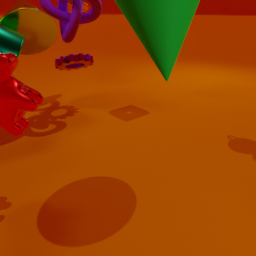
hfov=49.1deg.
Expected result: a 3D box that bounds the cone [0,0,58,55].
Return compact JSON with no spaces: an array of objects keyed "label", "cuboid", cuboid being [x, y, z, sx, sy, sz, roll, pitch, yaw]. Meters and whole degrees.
[{"label":"cone","cuboid":[-2.661,-2.890,7.143,1.420,1.420,1.426,-10,62,-22]}]

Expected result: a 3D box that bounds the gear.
[{"label":"gear","cuboid":[-1.628,-1.992,8.500,1.144,0.212,1.144,-10,1,0]}]

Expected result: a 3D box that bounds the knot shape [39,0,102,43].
[{"label":"knot shape","cuboid":[-1.653,-3.337,7.553,1.721,1.611,0.795,-39,3,36]}]

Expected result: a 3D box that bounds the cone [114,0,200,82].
[{"label":"cone","cuboid":[0.546,-1.524,4.431,1.595,1.601,1.595,-5,-3,0]}]

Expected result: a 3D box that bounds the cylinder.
[{"label":"cylinder","cuboid":[-3.088,-1.736,6.086,1.238,1.238,1.238,22,12,-30]}]

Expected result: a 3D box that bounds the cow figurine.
[{"label":"cow figurine","cuboid":[-1.925,-0.560,4.323,1.150,1.169,0.641,31,20,-13]}]

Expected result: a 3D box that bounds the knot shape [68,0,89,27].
[{"label":"knot shape","cuboid":[-1.836,-4.185,9.435,0.798,1.615,1.726,-31,59,2]}]
